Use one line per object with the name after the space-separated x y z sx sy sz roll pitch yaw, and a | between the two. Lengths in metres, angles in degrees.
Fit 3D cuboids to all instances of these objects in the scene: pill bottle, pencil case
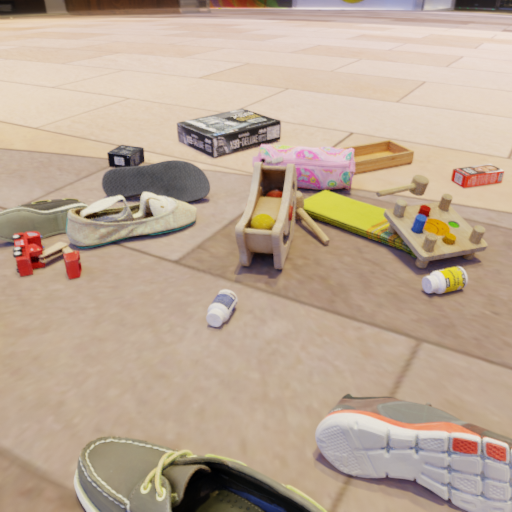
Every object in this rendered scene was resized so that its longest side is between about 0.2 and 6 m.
-0.532 0.803 8.508 0.338 0.338 0.609 9 31 15 | pill bottle
1.080 -2.019 12.713 2.282 0.998 0.998 5 30 5 | pencil case
3.066 0.413 9.145 0.675 0.376 0.376 -11 32 -19 | pill bottle

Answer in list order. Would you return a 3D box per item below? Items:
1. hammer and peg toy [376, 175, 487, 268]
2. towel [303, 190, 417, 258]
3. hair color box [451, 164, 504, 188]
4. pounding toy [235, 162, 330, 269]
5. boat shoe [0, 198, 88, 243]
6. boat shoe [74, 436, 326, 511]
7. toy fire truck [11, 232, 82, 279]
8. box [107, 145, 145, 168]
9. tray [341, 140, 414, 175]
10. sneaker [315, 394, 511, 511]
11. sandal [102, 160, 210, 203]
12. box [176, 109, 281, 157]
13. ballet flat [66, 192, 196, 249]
3.084 -0.648 10.316 1.454 0.697 1.977 -9 44 -19 | hammer and peg toy
2.224 -0.713 11.282 2.881 0.260 1.240 24 34 36 | towel
5.210 -1.886 13.188 1.053 0.322 0.534 -9 30 -16 | hair color box
0.605 -0.844 10.193 1.493 1.488 2.603 5 30 11 | pounding toy
-4.194 -0.717 10.851 1.954 0.696 0.588 -10 28 -30 | boat shoe
-0.544 2.325 5.309 2.951 0.882 1.055 16 33 25 | boat shoe
-3.718 -0.035 9.930 1.066 0.368 1.511 -11 31 -19 | toy fire truck
-3.286 -2.505 14.182 0.668 0.399 0.679 11 32 18 | box
2.852 -2.495 14.211 2.039 0.377 1.005 -14 33 -21 | tray
1.944 1.925 6.023 2.480 0.956 1.015 11 25 17 | sneaker
-2.169 -1.652 12.342 2.375 0.903 0.509 3 2 4 | sandal
-0.758 -3.494 15.702 2.331 0.580 1.838 -21 36 -32 | box
-2.309 -0.796 10.790 2.645 0.825 0.892 -17 36 -27 | ballet flat
